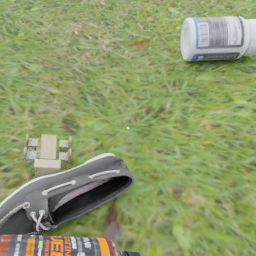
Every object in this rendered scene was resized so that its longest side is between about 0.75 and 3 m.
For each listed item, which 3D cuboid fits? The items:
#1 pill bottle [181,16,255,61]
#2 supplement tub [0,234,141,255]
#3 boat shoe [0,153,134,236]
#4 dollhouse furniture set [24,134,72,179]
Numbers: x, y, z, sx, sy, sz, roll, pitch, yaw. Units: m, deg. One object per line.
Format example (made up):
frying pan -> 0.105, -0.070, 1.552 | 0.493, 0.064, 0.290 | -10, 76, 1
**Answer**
pill bottle -> 3.007, -2.879, 9.046 | 2.367, 1.346, 1.346 | -3, 50, -3
supplement tub -> -0.937, 2.371, 4.413 | 2.356, 1.260, 1.260 | 9, 47, -18
boat shoe -> -1.210, 1.390, 5.504 | 2.947, 0.985, 0.840 | -25, 36, -26
dollhouse furniture set -> -1.755, 0.564, 6.153 | 1.005, 0.762, 1.147 | 4, 52, -16
